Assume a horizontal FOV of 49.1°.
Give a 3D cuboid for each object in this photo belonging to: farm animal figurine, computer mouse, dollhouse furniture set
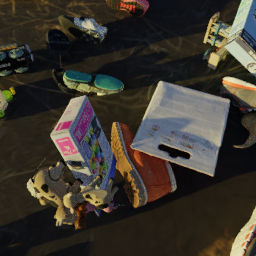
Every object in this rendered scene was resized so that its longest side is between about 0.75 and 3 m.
[{"bbox_3d":[-0.909,1.065,4.252,1.354,1.369,0.714,38,44,-2],"label":"farm animal figurine"},{"bbox_3d":[-2.299,-2.285,9.505,0.811,0.471,2.766,-1,59,-25],"label":"computer mouse"},{"bbox_3d":[3.018,-2.989,9.537,1.038,1.032,1.472,35,63,20],"label":"dollhouse furniture set"}]

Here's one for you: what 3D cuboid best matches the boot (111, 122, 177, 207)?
[{"bbox_3d":[0.334,0.781,7.277,1.269,0.888,2.367,-12,58,-21],"label":"boot"}]

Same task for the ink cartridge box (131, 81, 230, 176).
[{"bbox_3d":[1.492,-0.010,7.711,2.165,0.674,2.690,18,55,10],"label":"ink cartridge box"}]

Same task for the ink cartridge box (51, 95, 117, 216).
[{"bbox_3d":[-0.670,0.544,5.288,0.424,2.019,1.205,-10,33,14],"label":"ink cartridge box"}]

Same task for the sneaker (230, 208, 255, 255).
[{"bbox_3d":[3.053,2.395,6.205,0.827,0.779,2.021,39,66,16],"label":"sneaker"}]

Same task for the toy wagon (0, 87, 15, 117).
[{"bbox_3d":[-4.154,-0.751,8.511,1.558,0.308,1.209,-28,61,-18],"label":"toy wagon"}]

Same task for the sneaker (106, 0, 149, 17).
[{"bbox_3d":[-0.054,-5.105,11.237,1.970,0.726,0.854,30,51,11],"label":"sneaker"}]

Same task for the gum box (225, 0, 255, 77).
[{"bbox_3d":[4.439,-2.844,9.011,2.393,0.627,2.817,37,58,-16],"label":"gum box"}]

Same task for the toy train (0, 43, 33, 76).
[{"bbox_3d":[-4.164,-2.290,9.257,1.981,0.844,1.129,-15,49,-10],"label":"toy train"}]

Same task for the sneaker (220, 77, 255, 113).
[{"bbox_3d":[3.746,-0.781,8.257,2.187,0.895,0.843,28,16,30],"label":"sneaker"}]

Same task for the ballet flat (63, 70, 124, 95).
[{"bbox_3d":[-1.060,-1.343,8.705,1.868,0.693,0.693,14,58,1],"label":"ballet flat"}]

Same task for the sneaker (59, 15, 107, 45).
[{"bbox_3d":[-1.620,-3.716,10.269,1.836,0.680,0.813,27,60,6],"label":"sneaker"}]

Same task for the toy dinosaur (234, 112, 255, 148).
[{"bbox_3d":[3.893,-0.015,7.922,1.367,0.787,2.704,16,49,28],"label":"toy dinosaur"}]
